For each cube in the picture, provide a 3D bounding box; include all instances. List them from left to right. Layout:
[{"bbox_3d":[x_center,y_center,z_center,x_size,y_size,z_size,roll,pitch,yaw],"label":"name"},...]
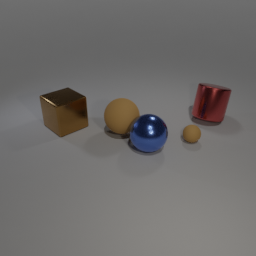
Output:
[{"bbox_3d":[-2.641,-0.697,11.671,1.400,1.400,1.400,-25,38,-36],"label":"cube"}]

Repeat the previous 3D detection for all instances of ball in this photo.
[{"bbox_3d":[-0.241,-0.472,10.969,1.400,1.400,1.400,0,30,0],"label":"ball"},{"bbox_3d":[0.751,0.185,10.170,1.400,1.400,1.400,0,30,0],"label":"ball"},{"bbox_3d":[2.460,0.216,10.793,0.700,0.700,0.700,0,30,0],"label":"ball"}]

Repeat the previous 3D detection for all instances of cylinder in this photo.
[{"bbox_3d":[3.599,-1.126,12.140,1.400,1.400,1.400,9,17,-3],"label":"cylinder"}]
